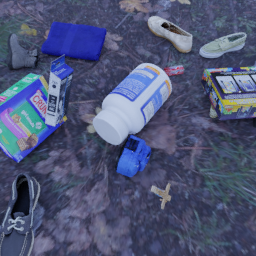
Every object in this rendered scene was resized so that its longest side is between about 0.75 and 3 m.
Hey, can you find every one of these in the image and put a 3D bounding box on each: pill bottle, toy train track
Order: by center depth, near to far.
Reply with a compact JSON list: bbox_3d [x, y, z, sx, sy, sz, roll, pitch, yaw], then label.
[{"bbox_3d":[0.867,1.791,7.671,0.206,1.268,0.727,9,71,32],"label":"toy train track"},{"bbox_3d":[0.129,-0.779,9.262,1.547,1.547,2.760,31,59,20],"label":"pill bottle"}]

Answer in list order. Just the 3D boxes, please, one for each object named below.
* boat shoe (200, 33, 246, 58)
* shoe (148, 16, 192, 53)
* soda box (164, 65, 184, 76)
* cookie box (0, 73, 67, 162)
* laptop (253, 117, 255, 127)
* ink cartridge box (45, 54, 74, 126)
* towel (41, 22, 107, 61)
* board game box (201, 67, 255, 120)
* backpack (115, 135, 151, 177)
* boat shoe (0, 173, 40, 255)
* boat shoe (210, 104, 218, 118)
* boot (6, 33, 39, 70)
[{"bbox_3d":[4.001,-3.557,11.826,2.115,0.656,0.761,-20,56,-14],"label":"boat shoe"},{"bbox_3d":[1.861,-4.326,12.345,0.936,0.714,2.676,-31,60,-21],"label":"shoe"},{"bbox_3d":[1.818,-2.279,11.145,0.770,0.270,0.244,-11,55,-8],"label":"soda box"},{"bbox_3d":[-3.218,-0.351,8.701,0.809,1.841,2.152,19,54,38],"label":"cookie box"},{"bbox_3d":[5.816,-0.545,9.999,2.204,1.277,2.063,30,55,-14],"label":"laptop"},{"bbox_3d":[-1.981,-1.083,8.151,0.374,1.910,0.950,17,31,5],"label":"ink cartridge box"},{"bbox_3d":[-2.259,-3.672,12.010,2.480,0.615,1.832,9,61,6],"label":"towel"},{"bbox_3d":[3.997,-1.250,9.619,2.399,0.680,1.983,-4,49,-7],"label":"board game box"},{"bbox_3d":[0.142,0.917,8.463,0.914,0.885,1.089,21,56,12],"label":"backpack"},{"bbox_3d":[-2.972,2.429,7.396,0.955,0.825,2.630,1,54,0],"label":"boat shoe"},{"bbox_3d":[3.635,-0.849,10.050,1.687,0.531,0.615,-25,53,-24],"label":"boat shoe"},{"bbox_3d":[-4.319,-3.167,11.650,1.227,0.650,1.864,-6,65,-8],"label":"boot"}]
